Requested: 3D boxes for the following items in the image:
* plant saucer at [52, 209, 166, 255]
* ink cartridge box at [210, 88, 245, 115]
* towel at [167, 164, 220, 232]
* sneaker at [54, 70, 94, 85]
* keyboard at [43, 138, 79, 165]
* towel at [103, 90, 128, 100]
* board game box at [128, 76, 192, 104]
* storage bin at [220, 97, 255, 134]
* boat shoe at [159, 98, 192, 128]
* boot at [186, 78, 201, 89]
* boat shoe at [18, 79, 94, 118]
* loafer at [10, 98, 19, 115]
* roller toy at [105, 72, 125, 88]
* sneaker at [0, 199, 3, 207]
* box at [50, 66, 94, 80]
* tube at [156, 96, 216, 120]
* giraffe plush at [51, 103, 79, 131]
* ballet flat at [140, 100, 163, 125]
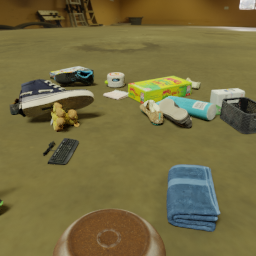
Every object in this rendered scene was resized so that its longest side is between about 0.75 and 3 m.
[{"bbox_3d":[-0.374,2.307,5.560,2.264,0.414,2.264,-1,25,0],"label":"plant saucer"},{"bbox_3d":[4.305,-1.158,12.222,1.345,0.977,0.589,-6,26,-12],"label":"ink cartridge box"},{"bbox_3d":[1.563,1.578,6.968,1.173,0.510,2.101,3,26,9],"label":"towel"},{"bbox_3d":[-3.006,-2.933,15.691,2.208,0.904,0.808,-4,67,-11],"label":"sneaker"},{"bbox_3d":[-2.275,0.722,9.211,1.006,0.163,1.583,3,25,5],"label":"keyboard"},{"bbox_3d":[-0.571,-1.704,14.343,1.025,0.165,0.979,18,31,35],"label":"towel"},{"bbox_3d":[1.638,-1.963,14.242,2.946,0.702,1.497,-15,29,-29],"label":"board game box"},{"bbox_3d":[4.618,-0.539,11.094,1.208,0.838,1.787,-6,27,-13],"label":"storage bin"},{"bbox_3d":[1.918,-0.587,11.605,0.766,0.653,2.291,-39,26,1],"label":"boat shoe"},{"bbox_3d":[3.660,-2.480,15.716,0.853,0.398,1.103,7,32,16],"label":"boot"},{"bbox_3d":[-2.930,-1.423,11.280,2.984,1.114,1.384,-10,64,-7],"label":"boat shoe"},{"bbox_3d":[-4.834,-1.122,12.515,0.494,0.491,1.357,-3,32,9],"label":"loafer"},{"bbox_3d":[-0.671,-2.750,15.859,0.989,0.757,1.084,21,32,37],"label":"roller toy"},{"bbox_3d":[-3.719,1.676,6.564,1.605,0.672,0.616,5,26,11],"label":"sneaker"},{"bbox_3d":[-3.508,-3.376,17.565,1.543,0.426,2.260,23,33,39],"label":"box"},{"bbox_3d":[2.496,-0.987,12.322,1.066,0.694,2.754,-23,30,-36],"label":"tube"},{"bbox_3d":[-2.392,-0.383,10.886,0.992,1.056,1.224,-2,-12,-27],"label":"giraffe plush"},{"bbox_3d":[1.034,-0.796,11.799,0.716,0.663,2.030,0,24,-19],"label":"ballet flat"}]
